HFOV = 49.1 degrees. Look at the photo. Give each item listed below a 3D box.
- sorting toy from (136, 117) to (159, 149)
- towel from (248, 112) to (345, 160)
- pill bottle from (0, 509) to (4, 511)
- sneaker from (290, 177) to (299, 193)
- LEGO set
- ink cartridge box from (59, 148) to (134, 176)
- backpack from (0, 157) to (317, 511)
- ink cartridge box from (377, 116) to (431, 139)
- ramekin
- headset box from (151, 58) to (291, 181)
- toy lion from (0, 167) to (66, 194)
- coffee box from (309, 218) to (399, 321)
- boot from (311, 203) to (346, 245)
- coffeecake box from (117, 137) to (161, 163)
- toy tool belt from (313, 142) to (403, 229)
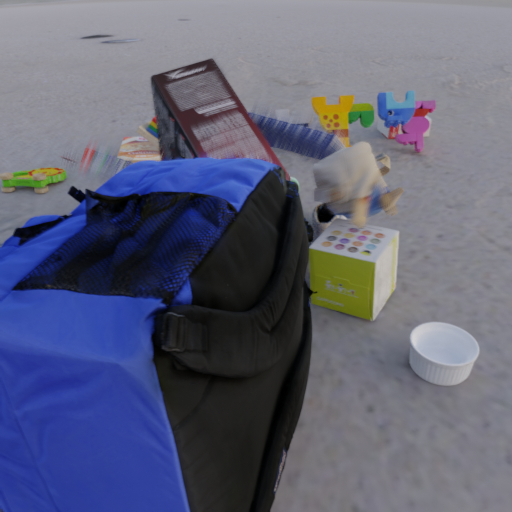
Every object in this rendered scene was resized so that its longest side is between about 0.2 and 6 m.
[{"bbox_3d":[-2.117,-3.221,15.127,1.723,0.599,1.712,36,23,-6],"label":"sorting toy"},{"bbox_3d":[0.765,-2.214,10.951,2.250,0.268,1.629,22,-1,28],"label":"towel"},{"bbox_3d":[-3.015,2.827,6.491,0.711,0.426,0.426,-21,37,-31],"label":"pill bottle"},{"bbox_3d":[-0.496,-1.450,12.844,2.720,1.057,1.903,-22,38,-32],"label":"sneaker"},{"bbox_3d":[2.836,-3.434,15.765,4.599,1.887,1.754,-2,1,6],"label":"LEGO set"},{"bbox_3d":[-3.421,-2.071,12.446,1.598,0.402,0.870,18,1,7],"label":"ink cartridge box"},{"bbox_3d":[-1.278,0.706,6.746,3.887,3.764,4.632,9,33,17],"label":"backpack"},{"bbox_3d":[4.665,-4.143,17.691,1.379,0.571,1.012,-5,32,-7],"label":"ink cartridge box"},{"bbox_3d":[2.833,1.510,8.567,1.006,0.490,1.006,0,32,0],"label":"ramekin"},{"bbox_3d":[-0.644,-1.449,10.361,1.273,2.523,3.395,-23,64,-16],"label":"headset box"},{"bbox_3d":[-5.688,-2.033,14.470,1.378,0.473,1.321,2,25,3],"label":"toy lion"},{"bbox_3d":[1.729,0.217,9.913,1.216,1.218,1.204,14,36,28],"label":"coffee box"},{"bbox_3d":[1.568,-0.770,11.816,0.746,0.970,2.030,6,32,10],"label":"boot"},{"bbox_3d":[-2.985,-2.648,15.192,1.348,0.642,1.756,-3,32,-4],"label":"coffeecake box"},{"bbox_3d":[1.904,-1.072,10.074,1.400,1.378,2.242,-25,-12,26],"label":"toy tool belt"}]
